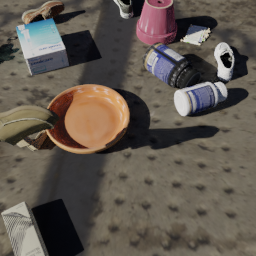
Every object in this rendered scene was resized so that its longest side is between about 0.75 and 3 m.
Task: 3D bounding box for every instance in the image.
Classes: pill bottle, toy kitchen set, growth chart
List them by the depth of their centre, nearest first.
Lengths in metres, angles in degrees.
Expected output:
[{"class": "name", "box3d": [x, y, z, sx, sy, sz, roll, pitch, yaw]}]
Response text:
[{"class": "toy kitchen set", "box3d": [-3.124, 0.231, 8.822, 0.661, 0.810, 0.731, -14, 41, 43]}, {"class": "pill bottle", "box3d": [2.492, -1.041, 9.550, 1.632, 0.906, 0.906, -17, 56, -12]}, {"class": "pill bottle", "box3d": [1.601, -2.184, 10.236, 1.135, 1.135, 2.030, -36, 62, -23]}, {"class": "growth chart", "box3d": [2.995, -4.073, 12.230, 1.000, 0.123, 1.381, 22, 57, 14]}]

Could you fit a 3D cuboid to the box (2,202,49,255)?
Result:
[{"class": "box", "box3d": [-2.558, 2.743, 7.024, 0.666, 0.554, 1.622, -26, 58, -18]}]

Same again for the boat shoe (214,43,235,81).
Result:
[{"class": "boat shoe", "box3d": [3.850, -2.760, 10.935, 0.753, 0.669, 2.047, 3, 54, 2]}]

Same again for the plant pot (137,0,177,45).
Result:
[{"class": "plant pot", "box3d": [1.244, -4.613, 11.735, 1.745, 1.562, 1.745, 0, 54, 0]}]

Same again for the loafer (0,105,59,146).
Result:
[{"class": "loafer", "box3d": [-2.488, 0.015, 6.206, 2.099, 0.798, 0.708, -8, 68, 18]}]

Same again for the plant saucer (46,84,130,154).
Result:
[{"class": "plant saucer", "box3d": [-1.316, -0.293, 9.253, 2.763, 0.517, 2.763, 0, 55, -1]}]

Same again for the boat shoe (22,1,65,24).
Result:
[{"class": "boat shoe", "box3d": [-3.726, -5.067, 12.631, 1.981, 0.750, 0.711, -29, 62, -9]}]

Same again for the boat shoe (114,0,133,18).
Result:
[{"class": "boat shoe", "box3d": [-0.176, -6.182, 13.387, 0.790, 0.712, 2.235, -12, 55, -8]}]

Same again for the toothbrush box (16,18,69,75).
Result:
[{"class": "toothbrush box", "box3d": [-3.411, -3.269, 11.159, 1.541, 0.898, 2.106, -19, 56, -13]}]
